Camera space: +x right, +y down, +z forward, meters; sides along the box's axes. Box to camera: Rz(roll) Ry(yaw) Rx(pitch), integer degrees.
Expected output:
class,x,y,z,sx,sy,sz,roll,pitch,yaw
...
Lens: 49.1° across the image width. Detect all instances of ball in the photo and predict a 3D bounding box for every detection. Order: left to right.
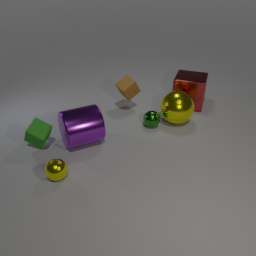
class,x,y,z,sx,sy,sz,roll,pitch,yaw
ball,-2.261,1.309,8.824,0.700,0.700,0.700,0,32,0
ball,0.972,-0.373,11.464,0.700,0.700,0.700,0,32,0
ball,2.029,-0.851,11.591,1.400,1.400,1.400,0,32,0

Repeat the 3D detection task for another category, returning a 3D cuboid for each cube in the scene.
class,x,y,z,sx,sy,sz,roll,pitch,yaw
cube,-3.245,0.190,10.136,0.700,0.700,0.700,27,52,-7
cube,-0.005,-1.766,12.266,0.700,0.700,0.700,-40,51,-4
cube,2.858,-1.754,12.994,1.400,1.400,1.400,10,34,16

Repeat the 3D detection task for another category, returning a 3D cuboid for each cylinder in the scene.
class,x,y,z,sx,sy,sz,roll,pitch,yaw
cylinder,-1.718,-0.062,10.310,1.400,1.400,1.400,-15,35,-22
